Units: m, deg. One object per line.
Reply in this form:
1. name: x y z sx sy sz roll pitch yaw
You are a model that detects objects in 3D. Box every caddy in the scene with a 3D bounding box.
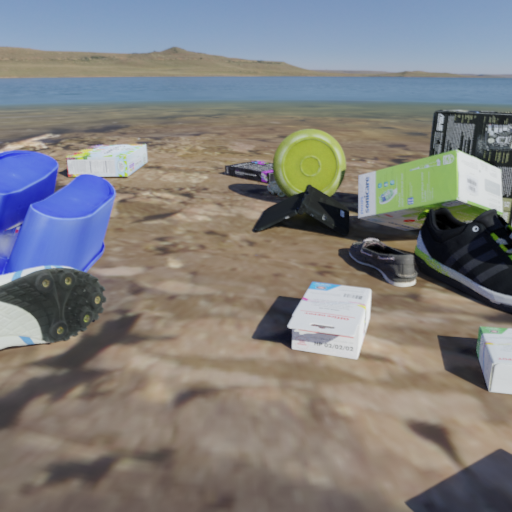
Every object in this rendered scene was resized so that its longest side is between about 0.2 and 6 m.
1. caddy: -3.278 -0.455 8.251 1.968 1.461 2.784 22 20 -4

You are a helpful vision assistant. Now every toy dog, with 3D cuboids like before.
1. toy dog: 0.492 -1.596 13.127 0.524 0.365 0.508 16 13 40

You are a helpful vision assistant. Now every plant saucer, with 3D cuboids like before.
1. plant saucer: 1.137 -1.891 11.851 1.573 1.573 0.244 0 9 -1

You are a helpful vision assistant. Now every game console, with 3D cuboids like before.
1. game console: 0.935 -0.698 10.826 1.497 0.991 1.702 31 21 -2

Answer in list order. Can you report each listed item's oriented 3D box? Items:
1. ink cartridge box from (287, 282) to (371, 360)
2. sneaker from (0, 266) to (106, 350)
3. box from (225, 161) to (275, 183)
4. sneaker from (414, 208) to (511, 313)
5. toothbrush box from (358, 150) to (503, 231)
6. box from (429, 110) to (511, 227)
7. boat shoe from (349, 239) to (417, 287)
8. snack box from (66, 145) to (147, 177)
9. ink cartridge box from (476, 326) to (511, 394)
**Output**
1. ink cartridge box: 0.832 0.746 6.243 0.735 0.433 1.277 6 20 17
2. sneaker: -2.850 0.620 5.954 2.572 0.924 0.932 -14 19 -42
3. box: 0.158 -2.292 15.197 1.229 0.310 1.719 -17 27 -42
4. sneaker: 3.143 -0.046 7.490 0.954 1.102 2.661 -13 23 -33
5. toothbrush box: 2.802 -0.998 9.134 1.356 0.802 1.863 10 -11 -40
6. box: 3.983 -1.459 9.917 1.750 2.136 0.920 10 18 27
7. boat shoe: 1.905 -0.029 8.424 0.547 0.466 1.637 -6 20 -16
8. snack box: -4.183 -2.735 15.969 1.665 0.620 2.341 1 19 2
9. ink cartridge box: 2.556 1.034 5.554 0.579 0.348 0.796 3 18 11
